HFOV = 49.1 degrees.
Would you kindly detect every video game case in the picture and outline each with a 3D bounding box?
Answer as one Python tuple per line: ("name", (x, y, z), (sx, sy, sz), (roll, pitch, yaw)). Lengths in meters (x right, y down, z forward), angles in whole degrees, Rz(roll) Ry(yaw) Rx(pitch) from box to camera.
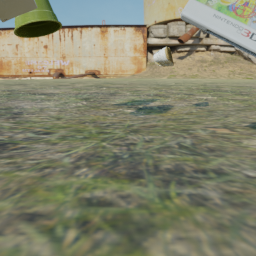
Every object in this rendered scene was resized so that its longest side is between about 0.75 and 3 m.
("video game case", (2.044, -2.040, 4.018), (1.790, 1.967, 0.217), (33, 1, 14))

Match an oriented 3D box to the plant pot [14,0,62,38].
("plant pot", (-2.925, -3.683, 8.562), (1.469, 1.395, 1.469), (-15, 4, 1))

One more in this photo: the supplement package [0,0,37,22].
("supplement package", (-2.637, -3.131, 5.748), (0.865, 1.445, 0.876), (-26, 0, -7))

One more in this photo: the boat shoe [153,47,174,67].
("boat shoe", (1.230, -2.466, 9.858), (0.622, 0.635, 1.794), (-14, 1, 16))
